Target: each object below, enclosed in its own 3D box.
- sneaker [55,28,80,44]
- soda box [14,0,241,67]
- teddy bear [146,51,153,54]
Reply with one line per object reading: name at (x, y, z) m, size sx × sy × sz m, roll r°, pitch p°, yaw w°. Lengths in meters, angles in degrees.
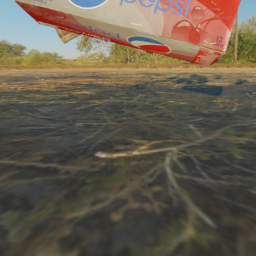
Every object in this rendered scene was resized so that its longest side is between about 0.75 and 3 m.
sneaker at (-1.636, -3.603, 9.229) m, size 0.828 × 0.888 × 2.351 m, roll -16°, pitch 27°, yaw 28°
soda box at (0.009, -1.599, 3.620) m, size 2.620 × 0.917 × 0.831 m, roll 16°, pitch 1°, yaw 4°
teddy bear at (0.980, -2.477, 7.763) m, size 1.301 × 0.599 × 1.795 m, roll -21°, pitch 6°, yaw 13°
